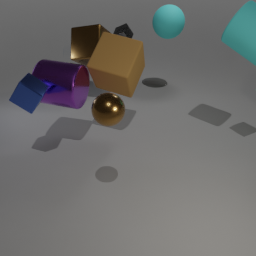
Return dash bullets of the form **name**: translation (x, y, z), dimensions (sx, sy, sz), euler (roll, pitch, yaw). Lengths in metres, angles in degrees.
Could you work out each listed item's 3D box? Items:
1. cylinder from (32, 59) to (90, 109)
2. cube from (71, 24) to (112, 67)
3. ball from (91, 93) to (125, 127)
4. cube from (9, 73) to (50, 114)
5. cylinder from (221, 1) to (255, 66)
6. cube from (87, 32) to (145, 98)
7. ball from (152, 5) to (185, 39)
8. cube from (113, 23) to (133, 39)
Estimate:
- **cylinder**: translation (-2.114, -1.393, 8.920), dimensions (1.400, 1.400, 1.400), euler (10, 31, 10)
- **cube**: translation (-1.558, -3.577, 12.332), dimensions (1.400, 1.400, 1.400), euler (1, 0, 21)
- **ball**: translation (-0.406, -0.379, 5.787), dimensions (0.700, 0.700, 0.700), euler (0, 30, 0)
- **cube**: translation (-2.723, -0.967, 7.783), dimensions (0.700, 0.700, 0.700), euler (33, 28, -16)
- **cylinder**: translation (3.853, -2.873, 8.544), dimensions (1.400, 1.400, 1.400), euler (43, 45, 15)
- **cube**: translation (-0.337, -2.082, 9.364), dimensions (1.400, 1.400, 1.400), euler (18, 73, 13)
- **ball**: translation (1.765, -4.608, 12.183), dimensions (1.400, 1.400, 1.400), euler (0, 30, 0)
- **cube**: translation (-0.248, -4.660, 14.038), dimensions (0.700, 0.700, 0.700), euler (-10, 49, 34)
